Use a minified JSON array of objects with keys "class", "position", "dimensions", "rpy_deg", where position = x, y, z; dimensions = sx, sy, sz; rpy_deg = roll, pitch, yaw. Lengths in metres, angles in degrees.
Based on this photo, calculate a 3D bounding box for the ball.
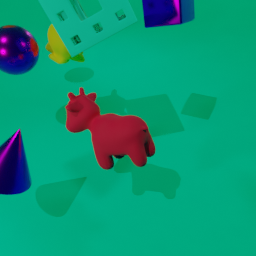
[{"class":"ball","position":[-2.743,-1.867,6.744],"dimensions":[1.168,1.168,1.168],"rpy_deg":[0,43,0]}]

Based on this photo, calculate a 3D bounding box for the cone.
[{"class":"cone","position":[-2.195,0.487,5.268],"dimensions":[1.082,1.086,1.082],"rpy_deg":[23,15,-7]}]

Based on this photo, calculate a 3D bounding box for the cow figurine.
[{"class":"cow figurine","position":[-0.386,-0.047,5.324],"dimensions":[1.653,1.627,0.908],"rpy_deg":[-9,18,33]}]

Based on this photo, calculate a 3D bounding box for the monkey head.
[{"class":"monkey head","position":[-1.485,-2.176,7.170],"dimensions":[1.163,0.974,1.616],"rpy_deg":[5,49,-43]}]

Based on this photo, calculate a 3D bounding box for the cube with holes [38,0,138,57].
[{"class":"cube with holes","position":[-0.779,-2.478,5.539],"dimensions":[1.396,1.396,1.396],"rpy_deg":[-26,23,10]}]

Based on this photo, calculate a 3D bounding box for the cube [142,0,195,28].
[{"class":"cube","position":[0.881,-2.701,6.057],"dimensions":[0.868,0.868,0.868],"rpy_deg":[6,27,31]}]
